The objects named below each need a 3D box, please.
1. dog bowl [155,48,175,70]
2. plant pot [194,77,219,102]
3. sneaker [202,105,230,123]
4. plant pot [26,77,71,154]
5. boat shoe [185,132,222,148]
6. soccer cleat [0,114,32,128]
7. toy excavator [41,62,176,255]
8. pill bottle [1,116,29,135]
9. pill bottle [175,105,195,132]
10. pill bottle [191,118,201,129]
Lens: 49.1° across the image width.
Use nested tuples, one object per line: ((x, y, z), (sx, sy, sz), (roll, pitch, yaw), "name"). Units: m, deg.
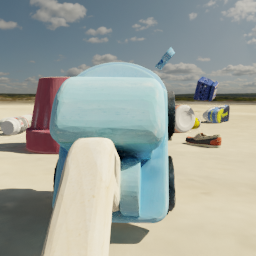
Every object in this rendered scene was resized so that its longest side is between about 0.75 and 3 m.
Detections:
((1.626, -3.006, 12.306), (0.682, 0.303, 1.224), (-49, 2, -34), "dog bowl")
((2.974, -1.446, 10.588), (0.694, 0.772, 0.772), (18, 30, 22), "plant pot")
((4.783, -0.765, 14.912), (0.995, 0.894, 2.418), (2, 5, 36), "sneaker")
((-1.632, -0.382, 7.265), (1.990, 1.781, 1.990), (-1, 6, 0), "plant pot")
((2.037, 0.295, 7.618), (0.404, 0.355, 1.134), (-7, 8, -37), "boat shoe")
((-4.302, -0.205, 11.287), (1.670, 0.583, 0.721), (-13, 11, -34), "soccer cleat")
((-0.189, 0.284, 2.276), (1.320, 2.570, 2.643), (1, -22, 4), "toy excavator")
((-3.980, -0.078, 9.874), (0.598, 0.598, 1.032), (1, 7, 5), "pill bottle")
((1.656, -0.413, 11.008), (1.020, 1.020, 1.863), (-3, 7, -29), "pill bottle")
((2.539, -0.184, 11.440), (0.847, 0.463, 0.463), (-5, 8, -34), "pill bottle")
